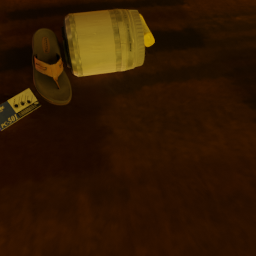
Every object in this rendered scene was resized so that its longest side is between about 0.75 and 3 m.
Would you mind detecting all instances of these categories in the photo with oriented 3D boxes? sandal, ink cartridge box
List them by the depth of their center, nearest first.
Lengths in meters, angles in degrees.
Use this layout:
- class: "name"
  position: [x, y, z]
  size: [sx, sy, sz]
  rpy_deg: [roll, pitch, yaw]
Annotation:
- class: "ink cartridge box"
  position: [-3.337, -0.554, 8.281]
  size: [1.352, 0.299, 0.635]
  rpy_deg: [-40, 104, -27]
- class: "sandal"
  position: [-2.328, -1.962, 8.494]
  size: [1.081, 0.722, 2.646]
  rpy_deg: [-4, 75, -22]

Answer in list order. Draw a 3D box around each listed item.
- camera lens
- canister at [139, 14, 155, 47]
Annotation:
- class: "camera lens"
  position: [-0.847, -2.792, 9.206]
  size: [2.463, 1.970, 1.970]
  rpy_deg: [-9, 52, -7]
- class: "canister"
  position: [0.571, -3.661, 10.537]
  size: [0.449, 0.770, 1.036]
  rpy_deg: [-29, 65, 11]
